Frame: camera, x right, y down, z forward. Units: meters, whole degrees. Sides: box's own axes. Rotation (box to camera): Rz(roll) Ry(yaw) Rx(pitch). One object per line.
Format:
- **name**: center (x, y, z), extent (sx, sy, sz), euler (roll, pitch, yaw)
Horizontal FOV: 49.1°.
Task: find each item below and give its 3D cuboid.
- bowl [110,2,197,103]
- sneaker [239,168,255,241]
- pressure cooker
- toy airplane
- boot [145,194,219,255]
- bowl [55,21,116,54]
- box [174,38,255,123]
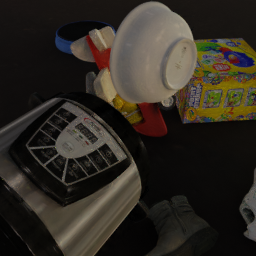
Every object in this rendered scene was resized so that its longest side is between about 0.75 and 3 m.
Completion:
- **bowl**: center (0.482, -0.917, 3.803), extent (1.425, 1.425, 0.641), euler (-33, 44, -33)
- **sneaker**: center (2.583, 1.391, 5.467), extent (0.727, 0.638, 1.815), euler (6, 41, 12)
- **pressure cooker**: center (-1.065, 0.756, 4.780), extent (2.556, 2.517, 2.862), euler (10, 37, 38)
- **toy airplane**: center (-0.414, -1.015, 6.966), extent (2.014, 2.854, 2.841), euler (-43, 55, 14)
- **boot**: center (0.629, 1.894, 5.003), extent (1.757, 0.595, 1.148), euler (-15, 37, -28)
- **bowl**: center (-1.766, -3.868, 11.790), extent (2.598, 0.510, 2.598), euler (0, 40, 0)
- **box**: center (2.516, -1.445, 8.191), extent (2.290, 1.450, 2.378), euler (-4, 40, -3)
